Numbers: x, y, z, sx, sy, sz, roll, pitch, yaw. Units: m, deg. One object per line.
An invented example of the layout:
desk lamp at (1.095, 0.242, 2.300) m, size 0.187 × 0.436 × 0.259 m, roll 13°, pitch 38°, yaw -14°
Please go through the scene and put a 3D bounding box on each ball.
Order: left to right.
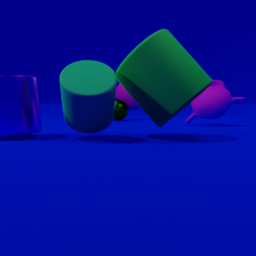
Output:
ball at (-0.378, -0.702, 10.727) m, size 0.829 × 0.829 × 0.829 m, roll 0°, pitch 5°, yaw 0°
ball at (0.174, -1.411, 11.592) m, size 1.357 × 1.357 × 1.357 m, roll 0°, pitch 5°, yaw 0°

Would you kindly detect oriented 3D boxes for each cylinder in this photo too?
cylinder at (-2.386, -0.431, 5.686) m, size 1.140 × 1.140 × 1.140 m, roll -5°, pitch 4°, yaw 0°
cylinder at (-0.743, -0.582, 5.312) m, size 1.005 × 1.005 × 1.005 m, roll 4°, pitch 49°, yaw -4°
cylinder at (0.692, -0.956, 5.545) m, size 1.374 × 1.374 × 1.374 m, roll -41°, pitch -3°, yaw -3°

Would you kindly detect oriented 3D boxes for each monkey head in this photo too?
monkey head at (2.537, -0.744, 8.616) m, size 1.869 × 1.126 × 1.345 m, roll -21°, pitch -21°, yaw 7°
